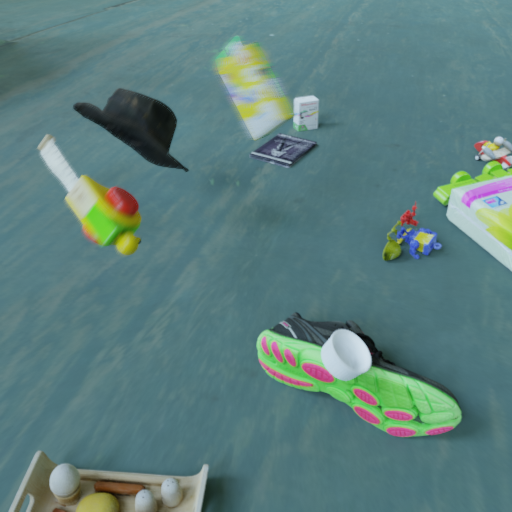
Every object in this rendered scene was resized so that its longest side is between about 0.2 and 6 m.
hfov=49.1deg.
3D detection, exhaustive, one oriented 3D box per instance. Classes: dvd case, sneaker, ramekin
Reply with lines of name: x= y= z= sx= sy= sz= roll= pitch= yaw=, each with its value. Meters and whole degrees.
dvd case: x=0.724 y=-2.774 z=14.660 sx=1.173 sy=0.126 sz=1.577 roll=20 pitch=40 yaw=25
sneaker: x=1.444 y=1.489 z=7.838 sx=2.957 sy=1.135 sz=1.239 roll=22 pitch=45 yaw=25
ramekin: x=1.078 y=1.222 z=6.817 sx=0.596 sy=0.290 sz=0.596 roll=22 pitch=41 yaw=-21

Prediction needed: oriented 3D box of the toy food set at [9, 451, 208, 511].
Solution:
toy food set: x=-1.674 y=2.927 z=6.225 sx=2.111 sy=0.638 sz=1.514 roll=3 pitch=36 yaw=4

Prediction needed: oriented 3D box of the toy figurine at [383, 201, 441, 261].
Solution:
toy figurine: x=3.124 y=-0.333 z=10.763 sx=0.861 sy=0.758 sz=1.438 roll=26 pitch=44 yaw=24

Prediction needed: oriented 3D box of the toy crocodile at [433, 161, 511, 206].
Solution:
toy crocodile: x=5.066 y=-1.511 z=12.497 sx=2.349 sy=0.725 sz=0.793 roll=-17 pitch=39 yaw=-15

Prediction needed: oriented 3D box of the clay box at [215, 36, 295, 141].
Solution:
clay box: x=-0.047 y=-2.623 z=8.712 sx=0.343 sy=1.440 sz=0.827 roll=-29 pitch=5 yaw=-32

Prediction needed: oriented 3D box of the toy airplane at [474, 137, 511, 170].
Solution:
toy airplane: x=5.993 y=-2.583 z=13.883 sx=1.005 sy=0.712 sz=1.009 roll=8 pitch=34 yaw=6

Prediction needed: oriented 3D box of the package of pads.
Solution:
package of pads: x=5.373 y=-0.627 z=11.009 sx=1.999 sy=0.882 sz=2.587 roll=-13 pitch=38 yaw=-15

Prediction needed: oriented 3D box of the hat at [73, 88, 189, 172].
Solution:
hat: x=-2.069 y=-2.440 z=10.187 sx=2.293 sy=2.293 sz=0.925 roll=24 pitch=84 yaw=30

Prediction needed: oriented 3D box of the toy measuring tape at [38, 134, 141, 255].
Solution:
toy measuring tape: x=-1.981 y=-0.740 z=6.945 sx=0.732 sy=0.732 sz=1.990 roll=-26 pitch=63 yaw=-31

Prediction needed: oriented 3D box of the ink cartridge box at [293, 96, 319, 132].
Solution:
ink cartridge box: x=1.399 y=-3.998 z=15.743 sx=0.620 sy=0.856 sz=0.360 roll=-13 pitch=36 yaw=-17
